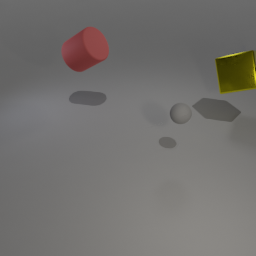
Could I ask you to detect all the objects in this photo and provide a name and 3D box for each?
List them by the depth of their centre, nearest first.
[{"bbox_3d":[1.710,-0.471,9.080,0.700,0.700,0.700,0,32,0],"label":"ball"},{"bbox_3d":[4.372,-2.183,10.966,1.400,1.400,1.400,-6,9,34],"label":"cube"},{"bbox_3d":[-1.738,-3.168,11.404,1.400,1.400,1.400,-16,18,40],"label":"cylinder"}]
